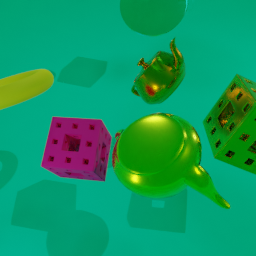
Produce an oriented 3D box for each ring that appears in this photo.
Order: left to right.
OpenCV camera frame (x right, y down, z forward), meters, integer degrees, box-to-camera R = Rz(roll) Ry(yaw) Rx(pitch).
[{"bbox_3d":[-2.175,-0.672,5.040,1.708,0.342,1.708,-14,21,6],"label":"ring"}]

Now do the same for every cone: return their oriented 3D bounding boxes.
[{"bbox_3d":[0.477,-1.957,5.047,1.092,1.096,1.092,-1,85,8],"label":"cone"}]

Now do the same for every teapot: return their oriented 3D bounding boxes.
[{"bbox_3d":[0.603,-1.109,5.684,0.900,1.837,1.142,38,55,-10],"label":"teapot"},{"bbox_3d":[0.499,0.479,3.992,2.040,0.999,1.268,28,70,40],"label":"teapot"}]

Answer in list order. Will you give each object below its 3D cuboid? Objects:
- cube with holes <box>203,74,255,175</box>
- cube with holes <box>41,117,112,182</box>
[{"bbox_3d":[2.069,-0.029,4.632,1.072,1.072,1.072,21,32,-11],"label":"cube with holes"},{"bbox_3d":[-0.878,0.404,5.088,0.898,0.898,0.898,4,69,10],"label":"cube with holes"}]
